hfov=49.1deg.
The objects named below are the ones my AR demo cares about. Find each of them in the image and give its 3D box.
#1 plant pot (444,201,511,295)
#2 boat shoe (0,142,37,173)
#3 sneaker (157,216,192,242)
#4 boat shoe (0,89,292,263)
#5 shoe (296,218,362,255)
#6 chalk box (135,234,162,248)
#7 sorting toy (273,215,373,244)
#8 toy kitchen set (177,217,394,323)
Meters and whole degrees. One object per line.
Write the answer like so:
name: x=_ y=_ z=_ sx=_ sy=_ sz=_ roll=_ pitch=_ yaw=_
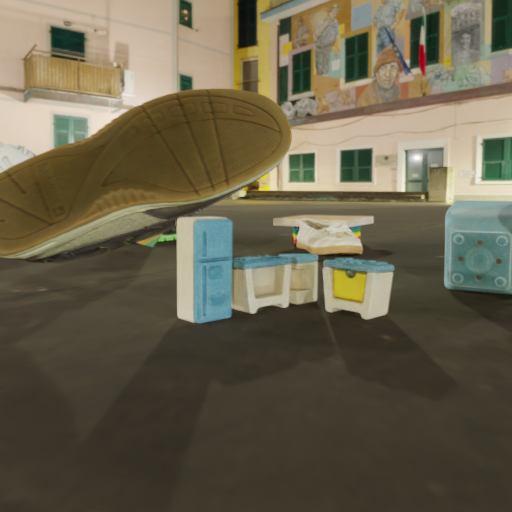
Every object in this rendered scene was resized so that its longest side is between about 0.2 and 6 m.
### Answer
plant pot: x=2.165 y=-0.044 z=5.236 sx=0.861 sy=0.864 sz=0.880 roll=4 pitch=13 yaw=32
boat shoe: x=-3.848 y=-1.350 z=9.054 sx=0.855 sy=2.602 sz=0.936 roll=-37 pitch=-1 yaw=-3
sneaker: x=-2.016 y=-0.693 z=10.795 sx=1.982 sy=0.830 sz=0.761 roll=-5 pitch=8 yaw=-39
boat shoe: x=-1.013 y=-0.655 z=4.882 sx=2.707 sy=0.991 sz=0.877 roll=-17 pitch=-13 yaw=-3
shoe: x=1.080 y=-0.305 z=8.820 sx=0.659 sy=0.503 sz=1.886 roll=-2 pitch=7 yaw=-18
chalk box: x=-1.760 y=-0.946 z=9.023 sx=0.838 sy=1.354 sz=0.843 roll=18 pitch=39 yaw=-26
sorting toy: x=1.256 y=-0.468 z=10.322 sx=1.414 sy=0.492 sz=1.405 roll=4 pitch=8 yaw=31
toy kitchen set: x=0.227 y=0.090 z=4.190 sx=1.295 sy=0.763 sz=1.038 roll=-6 pitch=9 yaw=-41
